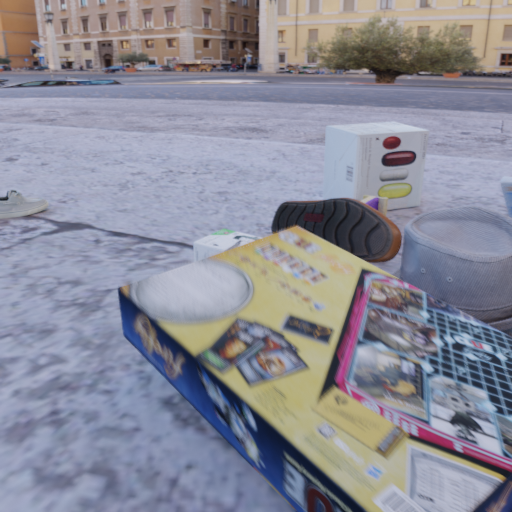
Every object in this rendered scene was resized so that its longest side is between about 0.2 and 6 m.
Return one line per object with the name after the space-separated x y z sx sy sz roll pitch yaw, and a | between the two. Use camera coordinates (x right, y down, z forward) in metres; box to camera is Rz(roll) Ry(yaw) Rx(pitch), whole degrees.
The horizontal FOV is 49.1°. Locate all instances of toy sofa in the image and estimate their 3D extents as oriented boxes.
2.181 -0.681 11.138 0.799 0.678 1.638 13 25 32 | toy sofa

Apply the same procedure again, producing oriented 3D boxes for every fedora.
2.900 0.032 7.986 2.242 1.144 2.535 -28 27 -17 | fedora

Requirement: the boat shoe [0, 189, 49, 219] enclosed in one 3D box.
-5.494 -1.193 12.578 1.580 0.563 0.551 -13 25 -30 | boat shoe

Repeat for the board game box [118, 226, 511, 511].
0.792 1.040 5.768 2.765 0.706 4.081 -20 35 -34 | board game box

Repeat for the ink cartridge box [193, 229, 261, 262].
-0.307 -0.008 9.631 1.255 0.528 0.916 14 25 31 | ink cartridge box

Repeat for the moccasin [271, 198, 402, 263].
1.389 -0.337 9.476 1.133 1.074 2.935 20 -8 -29 | moccasin

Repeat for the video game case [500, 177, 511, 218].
4.968 -0.654 9.368 1.448 1.590 0.175 14 58 44 | video game case

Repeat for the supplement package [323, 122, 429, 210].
2.750 -2.097 13.113 1.921 1.837 1.413 -9 23 -21 | supplement package
